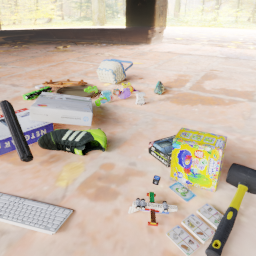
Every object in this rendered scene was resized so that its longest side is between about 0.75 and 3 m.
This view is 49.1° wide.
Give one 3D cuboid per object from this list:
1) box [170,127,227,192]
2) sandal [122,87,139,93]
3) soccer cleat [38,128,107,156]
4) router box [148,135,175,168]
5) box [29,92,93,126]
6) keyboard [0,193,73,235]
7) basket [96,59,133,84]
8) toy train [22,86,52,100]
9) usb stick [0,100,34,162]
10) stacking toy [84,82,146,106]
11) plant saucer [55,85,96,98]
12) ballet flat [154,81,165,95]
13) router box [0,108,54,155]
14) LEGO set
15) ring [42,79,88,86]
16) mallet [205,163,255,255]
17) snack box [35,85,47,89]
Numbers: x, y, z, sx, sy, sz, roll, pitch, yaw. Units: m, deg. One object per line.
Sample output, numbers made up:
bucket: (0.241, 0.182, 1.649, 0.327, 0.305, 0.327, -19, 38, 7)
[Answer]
box: (1.846, 0.810, 7.402, 1.239, 1.286, 0.784, 12, 28, 23)
sandal: (0.089, -2.059, 14.672, 1.098, 0.270, 0.447, 19, 31, 35)
soccer cleat: (-1.750, 0.478, 8.854, 2.191, 0.740, 0.888, -5, 43, -6)
router box: (1.461, 0.665, 8.729, 1.356, 0.421, 1.016, -14, 29, -27)
box: (-2.466, -0.791, 10.854, 2.126, 0.562, 2.727, 6, 15, -11)
keyboard: (-2.739, 1.864, 6.516, 2.854, 0.152, 0.803, 8, 26, 16)
basket: (-0.816, -3.374, 16.056, 1.642, 1.295, 1.862, 16, 54, 33)
toy train: (-4.496, -1.759, 13.980, 0.496, 0.367, 1.758, 2, 23, 30)
usb stick: (-3.219, 0.085, 8.083, 0.324, 0.552, 1.989, -28, 72, -3)
stacking toy: (-0.600, -1.525, 13.124, 2.527, 0.594, 1.905, -9, 27, -20)
plant saucer: (-2.572, -1.753, 14.001, 2.044, 0.301, 2.044, 1, 25, 0)
ballet flat: (1.649, -2.044, 14.531, 0.546, 0.546, 1.470, 6, 28, 12)
router box: (-4.090, 0.068, 9.837, 2.010, 0.547, 2.239, 22, 33, 39)
LEGO set: (1.024, 1.893, 6.378, 1.476, 0.485, 1.976, -20, 43, -37)
ring: (-3.370, -2.445, 14.961, 2.404, 0.231, 2.404, -1, 15, 0)
mallet: (2.521, 1.826, 6.249, 0.976, 0.610, 2.963, 15, 33, 22)
snack box: (-4.586, -2.325, 15.408, 0.363, 0.123, 1.009, 18, 31, 34)
